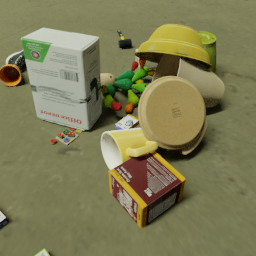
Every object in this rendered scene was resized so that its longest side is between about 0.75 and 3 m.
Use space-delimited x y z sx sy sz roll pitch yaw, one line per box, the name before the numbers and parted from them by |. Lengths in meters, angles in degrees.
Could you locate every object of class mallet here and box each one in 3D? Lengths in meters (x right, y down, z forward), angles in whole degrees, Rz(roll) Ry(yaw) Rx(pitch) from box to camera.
mallet | -0.382 -4.511 14.081 0.652 0.407 1.979 -16 40 -11

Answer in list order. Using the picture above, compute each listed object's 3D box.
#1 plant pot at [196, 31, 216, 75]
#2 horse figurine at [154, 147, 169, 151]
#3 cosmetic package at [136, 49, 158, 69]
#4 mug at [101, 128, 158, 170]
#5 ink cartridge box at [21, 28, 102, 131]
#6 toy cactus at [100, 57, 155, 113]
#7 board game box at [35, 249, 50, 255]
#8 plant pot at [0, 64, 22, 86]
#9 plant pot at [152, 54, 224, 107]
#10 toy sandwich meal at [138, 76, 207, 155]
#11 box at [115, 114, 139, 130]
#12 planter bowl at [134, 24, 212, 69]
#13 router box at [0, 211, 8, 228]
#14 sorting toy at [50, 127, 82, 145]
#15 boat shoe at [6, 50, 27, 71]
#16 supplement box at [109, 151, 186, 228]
plant pot | 2.833 -2.905 11.303 1.734 1.670 1.734 0 43 0
horse figurine | 0.760 0.386 8.713 0.794 0.299 1.198 -27 47 -32
cosmetic package | 1.210 -3.086 12.293 1.650 0.587 0.868 -6 43 -7
mug | 0.132 0.628 7.861 1.256 1.226 1.530 -15 37 -28
ink cartridge box | -1.983 -1.512 8.940 2.058 2.808 1.166 15 39 15
toy cactus | -0.378 -1.713 10.431 2.380 1.475 2.884 15 52 29
board game box | -2.227 3.329 5.551 1.809 0.271 0.864 -29 49 -31
plant pot | -4.670 -2.194 11.243 0.834 0.834 0.763 -8 27 -8
plant pot | 2.158 -1.470 9.654 2.113 1.979 1.979 16 39 -18
toy sandwich meal | 1.278 -0.379 8.085 2.304 2.304 0.789 -15 2 -16
box | -0.050 -0.124 9.390 0.476 0.166 0.799 31 53 29
planter bowl | 1.637 -2.850 9.666 2.712 1.129 2.712 10 6 -1
router box | -3.531 2.271 6.714 0.836 0.228 0.932 31 51 29
sorting toy | -1.935 0.223 8.986 0.529 0.185 1.097 27 49 26
boat shoe | -4.277 -3.199 12.320 0.664 0.832 2.201 25 60 26
supplement box | 0.451 1.463 7.095 1.367 0.908 1.348 -27 49 -26
